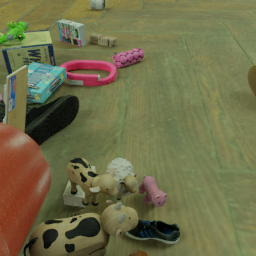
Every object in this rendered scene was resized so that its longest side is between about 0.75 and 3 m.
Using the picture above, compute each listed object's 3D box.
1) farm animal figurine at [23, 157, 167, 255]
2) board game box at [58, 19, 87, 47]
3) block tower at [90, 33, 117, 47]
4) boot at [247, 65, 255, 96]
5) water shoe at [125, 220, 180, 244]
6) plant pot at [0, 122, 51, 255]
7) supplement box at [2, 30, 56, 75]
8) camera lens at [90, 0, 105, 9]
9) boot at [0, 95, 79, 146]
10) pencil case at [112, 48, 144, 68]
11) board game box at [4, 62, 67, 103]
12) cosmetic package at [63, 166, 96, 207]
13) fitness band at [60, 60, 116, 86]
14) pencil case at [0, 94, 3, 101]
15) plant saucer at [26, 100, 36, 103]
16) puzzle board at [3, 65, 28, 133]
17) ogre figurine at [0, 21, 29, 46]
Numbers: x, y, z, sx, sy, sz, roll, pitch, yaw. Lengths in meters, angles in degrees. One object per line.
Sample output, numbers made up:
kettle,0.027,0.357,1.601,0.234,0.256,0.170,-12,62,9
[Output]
farm animal figurine,-0.409,1.491,5.322,2.233,1.391,2.765,17,42,5
board game box,-2.800,-4.760,14.055,1.425,1.051,0.458,23,45,27
block tower,-1.274,-4.453,14.188,1.466,0.396,0.424,22,42,27
boot,5.898,-1.438,9.627,2.321,1.146,2.990,-19,42,-22
water shoe,0.474,2.012,5.698,1.166,0.460,0.417,6,38,7
plant pot,-2.803,1.352,4.492,2.995,2.995,2.913,4,20,5
supplement box,-4.066,-3.075,11.654,1.915,1.286,1.913,-11,39,-14
camera lens,-2.075,-8.563,19.226,0.980,0.784,0.784,0,37,0
boot,-2.860,-0.495,8.596,1.801,0.906,2.409,22,43,26
pencil case,0.005,-3.135,12.320,1.382,0.627,0.648,-23,40,-31
board game box,-3.255,-1.674,10.054,1.397,0.434,1.851,12,41,11
cosmetic package,-1.130,1.348,6.650,0.515,0.364,0.995,6,39,8
fitness band,-1.620,-2.281,11.333,2.307,0.432,1.657,5,37,4
pencil case,-5.095,-0.770,9.014,2.039,0.882,0.844,-22,24,-27
plant saucer,-3.483,-1.316,10.160,1.541,0.277,1.541,2,40,-2
puzzle board,-2.640,-0.436,6.540,0.162,1.856,1.399,8,21,-6
ogre figurine,-4.447,-3.712,10.864,0.958,0.784,1.598,1,26,35
